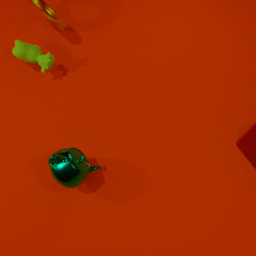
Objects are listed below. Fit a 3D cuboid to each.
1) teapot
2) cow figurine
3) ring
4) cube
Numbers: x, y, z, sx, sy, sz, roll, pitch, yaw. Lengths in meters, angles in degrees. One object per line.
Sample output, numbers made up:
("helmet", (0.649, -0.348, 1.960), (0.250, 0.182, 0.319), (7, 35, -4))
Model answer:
("teapot", (-1.260, 0.882, 6.540), (0.776, 1.584, 0.985), (-34, 58, 18))
("cow figurine", (-2.657, -2.031, 7.899), (1.084, 1.101, 0.605), (45, 115, 47))
("ring", (-2.421, -3.495, 8.332), (1.565, 1.565, 0.313), (44, 97, 17))
("cube", (3.669, 0.365, 6.743), (1.254, 1.254, 1.254), (-28, 69, -12))
